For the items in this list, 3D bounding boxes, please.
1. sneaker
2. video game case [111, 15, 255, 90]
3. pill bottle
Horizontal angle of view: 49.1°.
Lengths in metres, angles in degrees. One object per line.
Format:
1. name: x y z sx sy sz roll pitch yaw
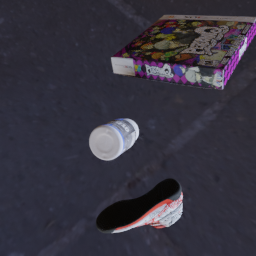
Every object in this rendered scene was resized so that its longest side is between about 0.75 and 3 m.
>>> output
1. sneaker: 0.296 1.692 5.318 1.717 0.920 0.573 -25 40 -12
2. video game case: 1.450 -2.021 6.828 2.626 0.519 2.897 15 45 30
3. pill bottle: -0.240 0.186 6.031 0.721 1.267 0.721 4 102 19
